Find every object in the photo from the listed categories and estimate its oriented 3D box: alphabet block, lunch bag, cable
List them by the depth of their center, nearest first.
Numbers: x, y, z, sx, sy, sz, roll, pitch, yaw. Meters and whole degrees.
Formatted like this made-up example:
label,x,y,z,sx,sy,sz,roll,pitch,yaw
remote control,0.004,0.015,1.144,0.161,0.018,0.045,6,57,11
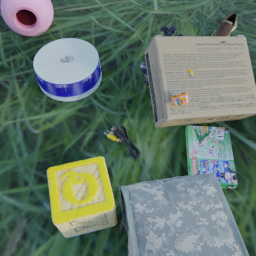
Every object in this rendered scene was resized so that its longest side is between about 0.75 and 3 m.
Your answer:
label,x,y,z,sx,sy,sz,roll,pitch,yaw
lunch bag,1.114,2.409,6.097,2.283,1.637,2.784,-7,62,-5
alphabet block,-1.062,1.675,6.701,1.370,1.395,1.362,-13,59,-9
cable,-0.085,0.386,8.311,1.281,0.322,0.622,44,49,11

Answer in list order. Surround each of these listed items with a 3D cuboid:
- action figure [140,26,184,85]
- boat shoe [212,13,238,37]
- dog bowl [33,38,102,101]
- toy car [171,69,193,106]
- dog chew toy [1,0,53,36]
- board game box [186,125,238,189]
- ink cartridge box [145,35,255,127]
label,x,y,z,sx,sy,sz,roll,pitch,yaw
action figure,1.225,-1.946,9.194,1.440,1.237,2.423,16,94,-17
boat shoe,3.707,-3.831,10.744,0.633,0.634,1.714,27,61,17
dog bowl,-1.998,-1.991,9.417,2.171,0.855,2.171,0,56,0
toy car,1.332,-0.961,6.839,0.460,0.938,0.312,0,19,-9
dog chew toy,-3.813,-4.881,10.831,1.840,1.840,2.955,-7,49,-5
board game box,2.322,0.780,7.959,1.252,0.271,1.861,3,57,2
ink cartridge box,2.108,-1.359,8.159,2.905,1.091,2.393,-4,80,-13
